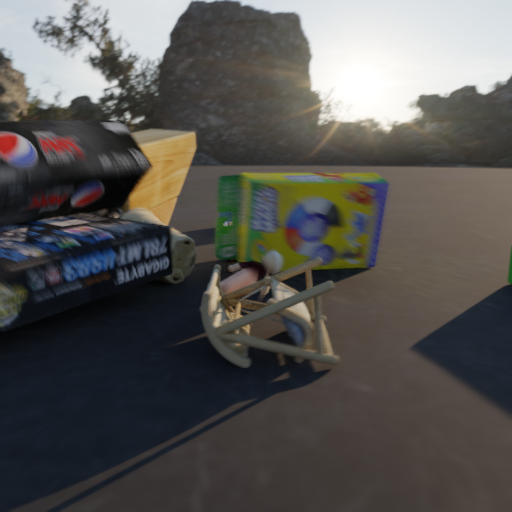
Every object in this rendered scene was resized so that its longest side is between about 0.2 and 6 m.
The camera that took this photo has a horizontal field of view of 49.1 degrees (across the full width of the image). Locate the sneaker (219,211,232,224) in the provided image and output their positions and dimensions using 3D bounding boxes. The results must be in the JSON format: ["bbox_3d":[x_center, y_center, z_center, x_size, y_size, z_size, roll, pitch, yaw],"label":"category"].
[{"bbox_3d":[-0.011,-0.933,12.783,1.504,0.598,0.982,11,17,40],"label":"sneaker"}]

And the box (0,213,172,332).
[{"bbox_3d":[-2.926,-0.014,6.412,2.842,0.706,2.821,10,17,30],"label":"box"}]

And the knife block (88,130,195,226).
[{"bbox_3d":[-2.399,-1.585,9.698,1.081,3.378,2.965,8,-25,18],"label":"knife block"}]

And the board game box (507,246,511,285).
[{"bbox_3d":[4.734,0.331,6.564,2.071,0.546,2.707,-3,12,-14],"label":"board game box"}]

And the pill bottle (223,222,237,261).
[{"bbox_3d":[0.029,-0.251,9.224,1.149,0.643,0.643,-2,11,-5],"label":"pill bottle"}]

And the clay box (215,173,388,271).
[{"bbox_3d":[0.644,-0.497,8.310,2.433,1.398,0.579,-3,24,-15],"label":"clay box"}]

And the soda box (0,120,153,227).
[{"bbox_3d":[-2.521,-0.966,6.451,0.922,0.825,2.607,-42,-15,35],"label":"soda box"}]

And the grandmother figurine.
[{"bbox_3d":[-0.061,0.236,6.396,0.579,0.289,0.956,43,54,19],"label":"grandmother figurine"}]

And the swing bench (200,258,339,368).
[{"bbox_3d":[0.116,0.513,5.273,1.161,0.753,1.155,-5,12,3],"label":"swing bench"}]

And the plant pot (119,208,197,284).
[{"bbox_3d":[-1.385,-0.067,7.811,0.927,1.013,1.013,19,19,29],"label":"plant pot"}]
